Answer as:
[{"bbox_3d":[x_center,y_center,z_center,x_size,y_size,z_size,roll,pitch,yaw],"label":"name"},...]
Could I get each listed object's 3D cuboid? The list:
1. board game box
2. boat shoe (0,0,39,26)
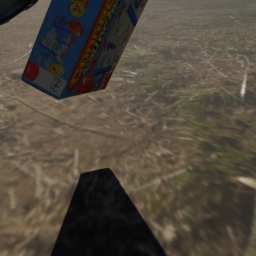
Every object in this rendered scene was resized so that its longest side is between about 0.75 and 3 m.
[{"bbox_3d":[-0.613,-2.177,5.883,0.825,2.952,2.891,29,16,5],"label":"board game box"},{"bbox_3d":[-1.666,-2.202,4.385,1.854,0.701,0.559,-46,38,-2],"label":"boat shoe"}]
